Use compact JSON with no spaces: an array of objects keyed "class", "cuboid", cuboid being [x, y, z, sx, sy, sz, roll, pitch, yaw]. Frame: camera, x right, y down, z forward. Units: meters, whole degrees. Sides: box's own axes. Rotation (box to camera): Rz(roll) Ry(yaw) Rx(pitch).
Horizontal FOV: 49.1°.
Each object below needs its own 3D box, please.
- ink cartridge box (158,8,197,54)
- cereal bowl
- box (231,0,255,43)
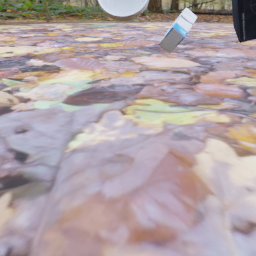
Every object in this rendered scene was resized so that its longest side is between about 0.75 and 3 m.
[{"class":"ink cartridge box","cuboid":[1.841,-3.584,10.311,0.586,1.006,1.391,37,58,-8]},{"class":"cereal bowl","cuboid":[-0.116,-3.751,8.086,1.513,1.513,0.630,2,-9,4]},{"class":"box","cuboid":[3.086,-2.822,6.351,1.288,1.310,0.812,-12,45,15]}]
